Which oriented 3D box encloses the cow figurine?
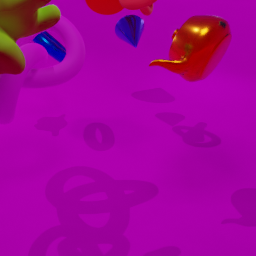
[{"bbox_3d":[-1.347,-1.180,2.990,1.189,0.663,1.208,-30,78,-7],"label":"cow figurine"}]

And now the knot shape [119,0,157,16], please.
[{"bbox_3d":[0.214,-3.193,6.683,1.435,0.663,1.342,43,30,20],"label":"knot shape"}]

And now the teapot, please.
[{"bbox_3d":[1.028,-1.264,4.398,0.828,1.052,1.692,38,59,18],"label":"teapot"}]

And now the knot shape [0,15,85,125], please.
[{"bbox_3d":[-1.661,-1.137,4.728,1.943,0.959,2.076,-36,43,-6],"label":"knot shape"}]

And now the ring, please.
[{"bbox_3d":[-1.931,-2.066,6.817,1.492,0.298,1.492,41,8,-7],"label":"ring"}]

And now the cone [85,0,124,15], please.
[{"bbox_3d":[-0.719,-4.813,9.266,1.425,1.425,1.430,-2,67,-4],"label":"cone"}]

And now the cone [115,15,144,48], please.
[{"bbox_3d":[0.130,-2.438,7.566,0.844,0.844,0.847,-6,56,-11],"label":"cone"}]
